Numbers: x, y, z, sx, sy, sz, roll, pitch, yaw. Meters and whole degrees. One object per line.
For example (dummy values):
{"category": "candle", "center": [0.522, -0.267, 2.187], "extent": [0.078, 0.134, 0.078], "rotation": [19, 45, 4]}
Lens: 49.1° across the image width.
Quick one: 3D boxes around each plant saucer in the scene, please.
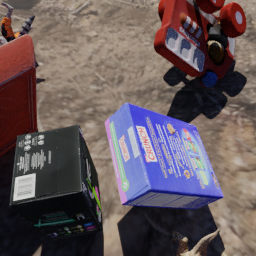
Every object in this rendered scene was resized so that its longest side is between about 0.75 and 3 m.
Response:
{"category": "plant saucer", "center": [-2.801, -0.071, 5.426], "extent": [0.518, 2.822, 2.817], "rotation": [39, 55, 11]}

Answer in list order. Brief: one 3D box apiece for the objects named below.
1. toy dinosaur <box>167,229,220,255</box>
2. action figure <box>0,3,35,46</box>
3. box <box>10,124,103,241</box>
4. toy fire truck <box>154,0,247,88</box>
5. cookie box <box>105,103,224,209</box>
{"category": "toy dinosaur", "center": [1.001, 2.508, 4.544], "extent": [1.250, 0.792, 1.845], "rotation": [42, 74, -18]}
{"category": "action figure", "center": [-3.273, -2.368, 7.602], "extent": [1.011, 1.933, 1.870], "rotation": [10, 82, 4]}
{"category": "box", "center": [-1.205, 1.078, 5.181], "extent": [1.137, 1.830, 1.359], "rotation": [-11, 52, 0]}
{"category": "toy fire truck", "center": [1.965, -2.451, 7.738], "extent": [1.613, 2.877, 2.416], "rotation": [-5, 65, 50]}
{"category": "cookie box", "center": [0.670, 0.583, 5.246], "extent": [1.981, 0.744, 1.695], "rotation": [16, 47, -38]}
